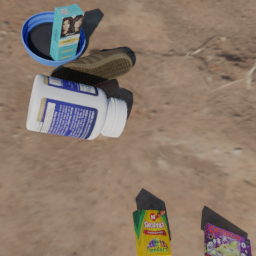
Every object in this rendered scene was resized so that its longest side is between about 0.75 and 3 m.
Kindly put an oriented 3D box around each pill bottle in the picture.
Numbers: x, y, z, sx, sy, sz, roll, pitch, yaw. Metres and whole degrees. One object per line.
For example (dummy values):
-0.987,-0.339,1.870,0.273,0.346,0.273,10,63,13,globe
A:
-1.416,-0.486,7.930,2.564,1.535,1.535,11,64,-22,pill bottle

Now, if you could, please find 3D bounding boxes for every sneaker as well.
-1.226,-1.977,9.378,2.769,0.975,1.046,-10,36,2,sneaker

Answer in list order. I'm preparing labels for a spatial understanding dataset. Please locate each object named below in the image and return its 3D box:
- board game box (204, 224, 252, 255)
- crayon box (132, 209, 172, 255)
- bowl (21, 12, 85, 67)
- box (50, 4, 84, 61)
2.532,3.015,7.084,1.310,0.212,0.786,22,44,-9,board game box
0.624,2.803,7.157,0.862,0.345,1.358,12,56,-31,crayon box
-2.564,-3.075,9.732,2.142,0.420,2.142,6,66,-14,bowl
-1.957,-2.942,8.859,0.757,1.840,0.452,-26,71,-32,box
